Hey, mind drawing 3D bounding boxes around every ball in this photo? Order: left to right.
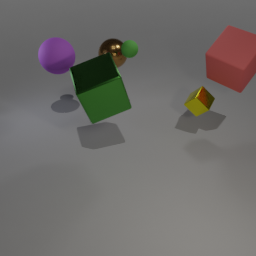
[{"bbox_3d":[-2.768,-2.807,10.935,1.400,1.400,1.400,0,30,0],"label":"ball"},{"bbox_3d":[-0.715,-3.549,13.371,1.400,1.400,1.400,0,30,0],"label":"ball"},{"bbox_3d":[0.065,-3.184,11.302,0.700,0.700,0.700,0,30,0],"label":"ball"}]

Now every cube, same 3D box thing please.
[{"bbox_3d":[-0.868,-1.265,8.909,1.400,1.400,1.400,-22,49,0],"label":"cube"},{"bbox_3d":[2.652,-0.984,10.400,0.700,0.700,0.700,42,56,-10],"label":"cube"},{"bbox_3d":[3.650,-2.344,9.597,1.400,1.400,1.400,33,78,28],"label":"cube"}]
